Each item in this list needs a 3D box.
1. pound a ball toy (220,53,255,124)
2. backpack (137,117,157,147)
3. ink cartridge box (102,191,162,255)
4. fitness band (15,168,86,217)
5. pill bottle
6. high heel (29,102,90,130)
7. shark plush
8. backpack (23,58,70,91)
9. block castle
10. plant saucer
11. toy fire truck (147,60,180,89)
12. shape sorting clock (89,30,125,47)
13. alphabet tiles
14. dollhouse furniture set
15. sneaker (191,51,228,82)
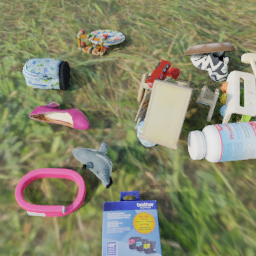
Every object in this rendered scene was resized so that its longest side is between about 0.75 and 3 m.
[{"bbox_3d":[4.103,-1.386,10.385,1.143,1.755,2.692,11,50,9],"label":"pound a ball toy"},{"bbox_3d":[0.874,0.039,9.768,1.107,0.814,1.013,-24,49,-15],"label":"backpack"},{"bbox_3d":[0.080,2.761,7.370,1.483,0.830,2.174,-2,48,-2],"label":"ink cartridge box"},{"bbox_3d":[-2.315,1.891,8.434,2.063,0.386,1.482,2,49,1],"label":"fitness band"},{"bbox_3d":[3.165,0.469,9.106,2.236,1.216,1.216,-5,49,-5],"label":"pill bottle"},{"bbox_3d":[-2.451,-0.305,10.006,2.331,0.785,1.118,29,44,29],"label":"high heel"},{"bbox_3d":[-0.983,1.221,8.142,0.917,1.001,2.203,13,26,-28],"label":"shark plush"},{"bbox_3d":[-3.414,-2.244,11.601,1.743,1.340,1.422,-6,55,10],"label":"backpack"},{"bbox_3d":[-1.669,-4.079,13.294,1.386,0.926,0.650,15,48,11],"label":"block castle"},{"bbox_3d":[3.557,-3.468,12.276,2.230,0.408,2.230,-4,12,1],"label":"plant saucer"},{"bbox_3d":[1.267,-1.803,9.930,0.368,1.064,1.509,23,67,32],"label":"toy fire truck"},{"bbox_3d":[-1.072,-4.541,13.944,1.833,0.360,1.833,4,41,-4],"label":"shape sorting clock"},{"bbox_3d":[0.765,-0.790,9.743,0.069,1.826,1.526,37,47,16],"label":"alphabet tiles"},{"bbox_3d":[1.582,-0.679,9.880,2.701,1.914,2.941,18,17,14],"label":"dollhouse furniture set"},{"bbox_3d":[3.588,-3.129,12.154,0.849,1.383,2.126,-16,51,-15],"label":"sneaker"}]
